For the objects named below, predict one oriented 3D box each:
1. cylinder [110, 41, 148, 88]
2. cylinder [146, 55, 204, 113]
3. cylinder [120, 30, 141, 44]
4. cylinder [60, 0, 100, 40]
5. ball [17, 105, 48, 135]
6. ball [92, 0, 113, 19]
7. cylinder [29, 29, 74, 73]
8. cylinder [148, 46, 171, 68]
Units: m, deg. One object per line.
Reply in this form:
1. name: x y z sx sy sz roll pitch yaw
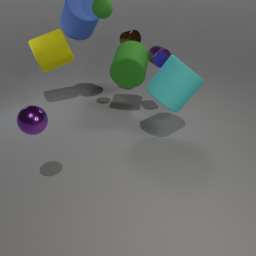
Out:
1. cylinder: 0.079 -2.552 11.258 1.400 1.400 1.400 5 45 8
2. cylinder: 1.565 -1.468 9.388 1.400 1.400 1.400 35 17 -13
3. cylinder: 0.105 -3.938 12.397 0.700 0.700 0.700 -24 22 -36
4. cylinder: -1.856 -4.411 10.981 1.400 1.400 1.400 -16 -8 -26
5. ball: -2.241 -0.184 6.581 0.700 0.700 0.700 0 30 0
6. ball: -0.850 -4.000 9.302 0.700 0.700 0.700 0 30 0
7. cylinder: -3.192 -3.228 11.742 1.400 1.400 1.400 -25 34 -8
8. cylinder: 1.171 -2.672 10.499 0.700 0.700 0.700 -8 27 -14
